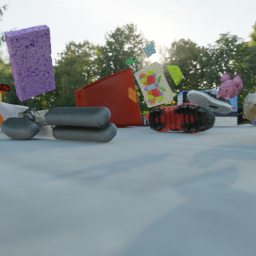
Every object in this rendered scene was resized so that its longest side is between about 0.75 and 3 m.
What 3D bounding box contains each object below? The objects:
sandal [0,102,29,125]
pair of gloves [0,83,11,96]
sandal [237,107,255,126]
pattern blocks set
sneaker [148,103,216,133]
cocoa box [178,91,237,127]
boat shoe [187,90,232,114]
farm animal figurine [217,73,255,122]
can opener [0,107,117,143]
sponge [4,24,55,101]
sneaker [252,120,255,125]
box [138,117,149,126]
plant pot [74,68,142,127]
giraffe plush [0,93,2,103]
[{"bbox_3d":[-5.562,-0.551,12.192,0.883,1.180,3.080,0,-7,41],"label":"sandal"},{"bbox_3d":[-4.660,-0.576,6.931,2.453,0.340,2.753,-29,-11,25],"label":"pair of gloves"},{"bbox_3d":[6.066,-0.578,13.483,2.759,1.095,0.787,1,-12,45],"label":"sandal"},{"bbox_3d":[0.824,-1.356,9.129,2.142,2.437,0.197,-34,-1,42],"label":"pattern blocks set"},{"bbox_3d":[1.407,-0.239,6.836,0.954,0.691,1.954,-4,2,-35],"label":"sneaker"},{"bbox_3d":[3.529,-0.862,12.727,2.393,1.570,1.596,0,2,2],"label":"cocoa box"},{"bbox_3d":[2.601,-0.942,8.910,1.540,0.526,0.568,15,-34,-8],"label":"boat shoe"},{"bbox_3d":[2.149,-0.203,3.860,1.609,1.002,1.992,19,-3,-3],"label":"farm animal figurine"},{"bbox_3d":[-1.091,0.011,4.267,2.006,0.528,0.667,-1,36,32],"label":"can opener"},{"bbox_3d":[-2.798,-1.868,8.227,1.196,2.144,0.320,-26,52,-30],"label":"sponge"},{"bbox_3d":[5.958,-0.332,12.129,0.571,0.561,1.482,3,-1,-24],"label":"sneaker"},{"bbox_3d":[0.975,-0.315,13.434,1.445,0.441,1.824,-1,2,-21],"label":"box"},{"bbox_3d":[-0.950,-1.002,11.286,1.951,2.214,2.212,-14,7,-23],"label":"plant pot"},{"bbox_3d":[-3.668,-0.625,5.909,2.013,2.333,1.892,-4,-26,-19],"label":"giraffe plush"}]
